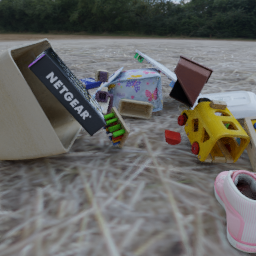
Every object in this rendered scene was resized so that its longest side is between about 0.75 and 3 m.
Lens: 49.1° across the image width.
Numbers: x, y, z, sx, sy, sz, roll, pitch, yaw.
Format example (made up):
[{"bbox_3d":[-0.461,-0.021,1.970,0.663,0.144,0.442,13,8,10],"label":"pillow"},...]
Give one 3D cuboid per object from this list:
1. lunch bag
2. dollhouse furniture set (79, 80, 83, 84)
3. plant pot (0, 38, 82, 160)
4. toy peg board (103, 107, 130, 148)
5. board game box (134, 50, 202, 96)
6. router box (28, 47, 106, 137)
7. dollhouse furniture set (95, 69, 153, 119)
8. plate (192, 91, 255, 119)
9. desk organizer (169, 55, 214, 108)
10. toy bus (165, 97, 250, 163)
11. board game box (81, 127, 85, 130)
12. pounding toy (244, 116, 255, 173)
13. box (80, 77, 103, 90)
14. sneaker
[{"bbox_3d":[0.025,-1.658,11.810,2.771,1.762,2.350,-4,19,7],"label":"lunch bag"},{"bbox_3d":[-3.399,-1.548,10.758,2.578,1.954,2.941,-22,27,-27],"label":"dollhouse furniture set"},{"bbox_3d":[-3.020,-0.611,7.889,2.409,2.721,2.718,-22,20,12],"label":"plant pot"},{"bbox_3d":[-0.460,0.046,8.184,0.451,0.919,0.922,-20,66,-29],"label":"toy peg board"},{"bbox_3d":[1.835,-2.278,12.475,2.779,0.359,2.778,44,20,27],"label":"board game box"},{"bbox_3d":[-1.460,-0.960,7.029,0.547,2.143,1.598,-38,23,4],"label":"router box"},{"bbox_3d":[-0.180,-0.895,9.936,2.249,1.782,1.596,8,31,-1],"label":"dollhouse furniture set"},{"bbox_3d":[3.751,-0.955,11.095,2.748,0.444,2.742,-4,19,19],"label":"plate"},{"bbox_3d":[1.822,-1.290,8.511,0.953,1.023,2.658,28,8,10],"label":"desk organizer"},{"bbox_3d":[2.332,-0.176,7.897,2.449,1.266,2.311,32,40,17],"label":"toy bus"},{"bbox_3d":[-1.551,-0.145,10.125,0.525,0.134,0.781,16,27,35],"label":"board game box"},{"bbox_3d":[3.864,0.333,6.944,1.534,1.185,1.667,-6,38,11],"label":"pounding toy"},{"bbox_3d":[-2.098,-2.556,15.866,1.287,0.344,2.125,18,27,38],"label":"box"},{"bbox_3d":[2.231,1.171,5.497,0.852,1.184,2.265,2,21,11],"label":"sneaker"}]
